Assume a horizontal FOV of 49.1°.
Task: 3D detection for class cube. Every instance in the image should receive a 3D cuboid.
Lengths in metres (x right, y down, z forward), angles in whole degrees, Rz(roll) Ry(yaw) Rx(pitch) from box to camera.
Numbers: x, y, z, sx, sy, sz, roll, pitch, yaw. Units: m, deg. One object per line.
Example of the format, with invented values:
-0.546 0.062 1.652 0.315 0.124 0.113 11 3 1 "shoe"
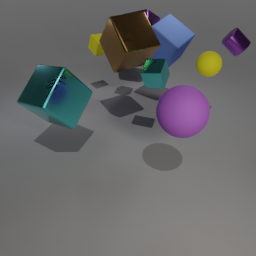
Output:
0.912 -1.807 9.294 0.700 0.700 0.700 7 56 26 "cube"
1.625 -3.553 11.677 1.400 1.400 1.400 42 57 6 "cube"
0.665 -4.795 13.715 1.400 1.400 1.400 2 4 31 "cube"
0.024 -3.005 9.865 1.400 1.400 1.400 -20 81 -26 "cube"
-2.250 -0.970 8.744 1.400 1.400 1.400 13 73 38 "cube"
-1.304 -3.819 12.836 0.700 0.700 0.700 -19 58 -34 "cube"

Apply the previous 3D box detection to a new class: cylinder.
3.761 -2.993 9.770 0.700 0.700 0.700 42 34 -10 "cylinder"

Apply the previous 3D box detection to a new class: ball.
2.272 -1.795 7.860 0.700 0.700 0.700 0 32 0 "ball"
1.448 -0.432 7.430 1.400 1.400 1.400 0 32 0 "ball"
